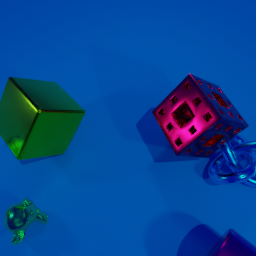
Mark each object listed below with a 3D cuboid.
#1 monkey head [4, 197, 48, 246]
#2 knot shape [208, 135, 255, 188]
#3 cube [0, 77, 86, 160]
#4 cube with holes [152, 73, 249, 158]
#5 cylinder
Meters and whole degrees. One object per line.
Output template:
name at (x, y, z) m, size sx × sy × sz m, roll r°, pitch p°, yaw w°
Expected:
monkey head at (-2.018, 1.788, 5.495) m, size 0.631 × 0.753 × 1.046 m, roll -43°, pitch 36°, yaw 3°
knot shape at (2.467, 0.599, 6.212) m, size 1.548 × 0.715 × 1.449 m, roll -8°, pitch 53°, yaw -5°
cube at (-1.969, -0.222, 6.180) m, size 1.258 × 1.258 × 1.258 m, roll 43°, pitch 25°, yaw 27°
cube with holes at (1.478, -0.197, 5.838) m, size 1.160 × 1.160 × 1.160 m, roll 9°, pitch 46°, yaw -44°
cylinder at (1.859, 2.461, 4.652) m, size 1.093 × 1.093 × 1.093 m, roll 37°, pitch 62°, yaw 23°
